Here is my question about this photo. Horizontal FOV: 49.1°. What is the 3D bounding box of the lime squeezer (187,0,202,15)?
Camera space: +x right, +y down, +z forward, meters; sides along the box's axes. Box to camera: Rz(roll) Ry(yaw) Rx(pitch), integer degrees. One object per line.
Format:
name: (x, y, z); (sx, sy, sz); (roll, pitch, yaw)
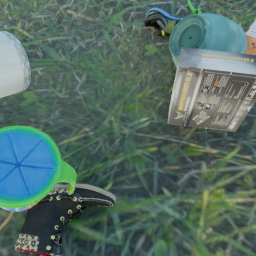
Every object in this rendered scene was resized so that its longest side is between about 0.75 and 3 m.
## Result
lime squeezer: (3.115, -4.529, 11.377); (0.954, 0.509, 2.701); (-33, 62, -19)

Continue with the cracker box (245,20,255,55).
cracker box: (4.591, -3.124, 9.741); (0.736, 1.710, 2.553); (32, 63, 18)

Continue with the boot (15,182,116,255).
boot: (-1.528, 2.228, 6.827); (2.296, 0.840, 1.729); (6, 56, 8)

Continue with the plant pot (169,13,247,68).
plant pot: (2.265, -2.591, 8.784); (1.543, 2.303, 2.303); (14, 45, -43)

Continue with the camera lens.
camera lens: (-2.795, -1.151, 5.432); (1.549, 1.239, 1.239); (-28, 59, -39)

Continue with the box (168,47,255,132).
box: (2.312, -0.920, 7.747); (2.138, 2.699, 0.652); (8, 60, 6)

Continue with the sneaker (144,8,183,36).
sneaker: (1.642, -3.851, 10.868); (2.269, 0.804, 0.940); (30, 80, 17)

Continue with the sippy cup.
sippy cup: (-1.909, 0.841, 4.883); (1.766, 1.294, 1.387); (41, 55, 5)
